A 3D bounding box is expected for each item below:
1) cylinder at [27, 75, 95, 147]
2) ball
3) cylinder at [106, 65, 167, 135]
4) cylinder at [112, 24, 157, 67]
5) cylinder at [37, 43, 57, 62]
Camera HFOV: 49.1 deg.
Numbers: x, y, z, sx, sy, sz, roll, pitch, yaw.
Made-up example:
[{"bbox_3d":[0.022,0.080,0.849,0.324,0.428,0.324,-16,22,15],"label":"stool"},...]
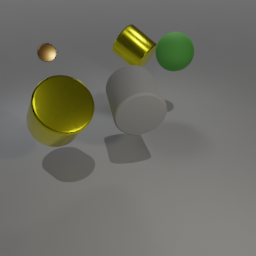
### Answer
[{"bbox_3d":[-1.663,-0.356,6.759,1.400,1.400,1.400,-16,-8,-27],"label":"cylinder"},{"bbox_3d":[1.713,-2.792,10.284,1.400,1.400,1.400,0,29,0],"label":"ball"},{"bbox_3d":[0.186,-0.764,7.651,1.400,1.400,1.400,-6,43,-11],"label":"cylinder"},{"bbox_3d":[0.294,-3.389,11.898,1.400,1.400,1.400,41,39,5],"label":"cylinder"},{"bbox_3d":[-3.220,-2.963,11.054,0.700,0.700,0.700,-11,15,-19],"label":"cylinder"}]
